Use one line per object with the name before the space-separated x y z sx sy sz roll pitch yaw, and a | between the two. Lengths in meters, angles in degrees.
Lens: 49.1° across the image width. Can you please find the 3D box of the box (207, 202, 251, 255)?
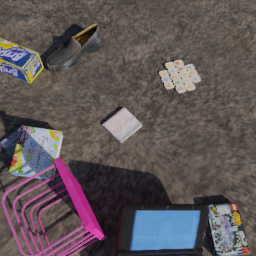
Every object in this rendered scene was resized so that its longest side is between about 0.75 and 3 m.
box | 2.867 2.947 8.177 0.980 0.286 1.432 -5 61 -3

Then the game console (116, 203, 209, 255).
game console | 1.029 3.198 7.015 2.453 1.456 2.114 4 42 -13

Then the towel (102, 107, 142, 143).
towel | -0.197 -0.120 9.944 1.067 0.172 1.019 -40 68 -20

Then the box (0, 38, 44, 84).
box | -4.803 -2.790 11.011 2.770 0.891 0.970 23 63 13

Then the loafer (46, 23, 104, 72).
loafer | -2.174 -3.272 11.219 0.998 0.991 2.741 41 69 19

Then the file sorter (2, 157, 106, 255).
file sorter | -1.806 2.303 7.256 1.620 2.583 1.795 -28 65 -11

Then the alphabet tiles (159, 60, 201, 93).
alphabet tiles | 2.042 -2.057 11.054 1.489 0.111 1.523 -14 62 -7

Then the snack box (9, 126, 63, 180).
snack box | -2.925 0.806 9.080 1.325 0.532 1.572 9 68 -3

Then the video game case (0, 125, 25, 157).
video game case | -3.538 0.627 9.548 1.408 0.134 1.006 40 68 18
